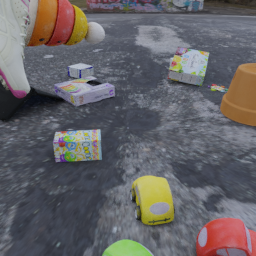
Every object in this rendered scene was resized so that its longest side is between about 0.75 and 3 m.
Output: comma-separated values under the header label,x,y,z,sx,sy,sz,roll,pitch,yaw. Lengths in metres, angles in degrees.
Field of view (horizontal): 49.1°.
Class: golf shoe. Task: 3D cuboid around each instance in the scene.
label,x,y,z,sx,sy,sz,roll,pitch,yaw
golf shoe,-2.261,-1.894,5.268,1.196,2.613,0.984,-24,14,-20

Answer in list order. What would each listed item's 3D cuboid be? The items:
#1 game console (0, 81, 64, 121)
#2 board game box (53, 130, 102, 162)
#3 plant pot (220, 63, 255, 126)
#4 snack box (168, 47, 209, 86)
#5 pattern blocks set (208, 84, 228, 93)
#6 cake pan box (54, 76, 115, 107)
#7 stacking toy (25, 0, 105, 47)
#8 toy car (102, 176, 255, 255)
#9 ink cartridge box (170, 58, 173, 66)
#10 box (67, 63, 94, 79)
label,x,y,z,sx,sy,sz,roll,pitch,yaw
game console,-4.019,-0.986,10.169,2.425,1.411,2.133,19,63,34
board game box,-1.229,0.436,6.968,1.118,0.576,0.586,-3,27,-6
plant pot,4.242,-1.175,9.107,2.190,1.533,2.190,0,28,0
snack box,2.768,-2.840,12.695,1.533,0.571,2.156,14,45,9
pattern blocks set,3.739,-1.665,11.688,0.740,0.068,0.842,-24,36,-39
cake pan box,-1.660,-1.469,10.867,1.842,0.482,1.697,-19,35,-33
stacking toy,-1.904,-3.149,8.459,2.739,2.002,2.002,6,21,-32
toy car,0.471,1.747,4.306,2.665,0.632,2.832,-24,35,-39
ink cartridge box,2.492,-3.111,13.940,0.615,0.612,0.847,-4,27,-7
box,-2.237,-2.695,13.259,0.917,0.481,0.843,19,32,34
